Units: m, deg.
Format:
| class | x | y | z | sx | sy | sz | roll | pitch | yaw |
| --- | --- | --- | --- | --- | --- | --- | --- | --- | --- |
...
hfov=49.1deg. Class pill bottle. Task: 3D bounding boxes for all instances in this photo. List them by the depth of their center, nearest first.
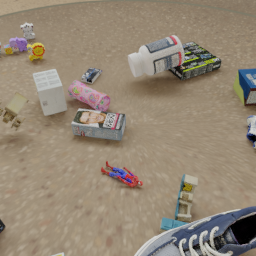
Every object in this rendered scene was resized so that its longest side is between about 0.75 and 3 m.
| class | x | y | z | sx | sy | sz | roll | pitch | yaw |
| --- | --- | --- | --- | --- | --- | --- | --- | --- | --- |
| pill bottle | 0.971 | -2.505 | 9.995 | 1.814 | 1.085 | 1.085 | -20 | 46 | -5 |

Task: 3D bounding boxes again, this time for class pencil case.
| class | x | y | z | sx | sy | sz | roll | pitch | yaw |
| --- | --- | --- | --- | --- | --- | --- | --- | --- | --- |
| pencil case | -1.307 | -1.047 | 9.246 | 1.501 | 0.656 | 0.656 | 27 | 50 | 25 |

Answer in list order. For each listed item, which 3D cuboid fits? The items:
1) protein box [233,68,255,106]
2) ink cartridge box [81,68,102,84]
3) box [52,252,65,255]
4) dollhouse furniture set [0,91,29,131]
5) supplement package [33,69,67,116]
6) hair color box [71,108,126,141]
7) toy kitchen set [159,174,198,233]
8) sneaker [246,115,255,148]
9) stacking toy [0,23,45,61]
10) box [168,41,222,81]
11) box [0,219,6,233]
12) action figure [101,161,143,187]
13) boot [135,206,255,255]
| class | x | y | z | sx | sy | sz | roll | pitch | yaw |
| --- | --- | --- | --- | --- | --- | --- | --- | --- | --- |
| protein box | 4.385 | -1.408 | 9.500 | 1.132 | 0.764 | 1.124 | -4 | 44 | -4 |
| ink cartridge box | -1.355 | -2.042 | 10.593 | 0.473 | 0.187 | 0.951 | 13 | 44 | 14 |
| box | -1.354 | 2.956 | 5.323 | 0.420 | 0.251 | 1.021 | -10 | 45 | -11 |
| dollhouse furniture set | -3.292 | -0.514 | 8.027 | 0.815 | 0.930 | 0.618 | 35 | 50 | -19 |
| supplement package | -2.525 | -1.165 | 9.073 | 0.772 | 1.004 | 1.050 | -16 | 46 | -16 |
| hair color box | -0.857 | -0.115 | 8.382 | 1.481 | 0.449 | 0.733 | 7 | 45 | 8 |
| toy kitchen set | 1.127 | 1.695 | 6.191 | 0.640 | 0.871 | 1.087 | 10 | 45 | 9 |
| sneaker | 3.685 | 0.083 | 8.172 | 0.542 | 0.463 | 1.229 | -4 | 43 | -5 |
| stacking toy | -5.134 | -3.438 | 11.685 | 2.972 | 0.698 | 2.241 | -16 | 46 | -15 |
| box | 2.371 | -2.716 | 11.113 | 1.899 | 0.451 | 1.834 | -21 | 50 | -21 |
| box | -3.268 | 2.212 | 5.838 | 0.702 | 0.610 | 1.063 | 20 | 47 | 19 |
| action figure | -0.133 | 1.202 | 7.157 | 1.149 | 0.297 | 0.376 | 23 | 46 | 19 |
| boot | 1.342 | 2.193 | 5.232 | 2.798 | 1.264 | 1.018 | -21 | 68 | -20 |
